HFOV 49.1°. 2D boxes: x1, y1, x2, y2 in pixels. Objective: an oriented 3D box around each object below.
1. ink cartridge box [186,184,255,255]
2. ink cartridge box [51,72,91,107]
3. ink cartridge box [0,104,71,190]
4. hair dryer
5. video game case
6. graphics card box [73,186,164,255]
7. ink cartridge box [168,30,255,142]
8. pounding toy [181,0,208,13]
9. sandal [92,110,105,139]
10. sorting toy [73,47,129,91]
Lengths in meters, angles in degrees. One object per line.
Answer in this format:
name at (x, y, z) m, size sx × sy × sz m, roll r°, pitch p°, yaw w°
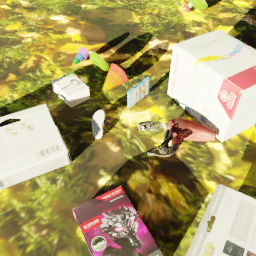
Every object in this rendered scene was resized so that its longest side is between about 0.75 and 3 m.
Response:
ink cartridge box at (2.516, 2.696, 6.257) m, size 1.998 × 0.954 × 2.276 m, roll 24°, pitch 51°, yaw 21°
ink cartridge box at (-2.145, -1.463, 10.564) m, size 0.921 × 0.532 × 1.265 m, roll -31°, pitch 53°, yaw -26°
ink cartridge box at (-3.453, 0.552, 8.590) m, size 2.746 × 0.598 × 2.383 m, roll -20°, pitch 49°, yaw -18°
hair dryer at (1.576, 0.340, 8.602) m, size 2.394 × 0.650 × 1.824 m, roll -9°, pitch 38°, yaw -11°
video game case at (0.377, -1.275, 10.081) m, size 0.097 × 0.780 × 1.091 m, roll 35°, pitch 58°, yaw 26°
graphics card box at (-0.260, 2.593, 6.639) m, size 1.399 × 0.567 × 2.230 m, roll -21°, pitch 50°, yaw -19°
ink cartridge box at (3.129, -1.544, 9.480) m, size 2.170 × 2.180 × 3.000 m, roll -24°, pitch 51°, yaw -22°
pounding toy at (3.314, -7.348, 15.757) m, size 2.387 × 1.108 × 1.842 m, roll 49°, pitch 21°, yaw -3°
sandal at (-0.990, -0.102, 9.465) m, size 0.456 × 0.275 × 1.120 m, roll -6°, pitch 57°, yaw 15°
sorting toy at (-1.284, -2.332, 11.375) m, size 2.842 × 0.985 × 0.979 m, roll 36°, pitch 80°, yaw 28°
